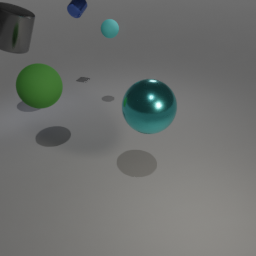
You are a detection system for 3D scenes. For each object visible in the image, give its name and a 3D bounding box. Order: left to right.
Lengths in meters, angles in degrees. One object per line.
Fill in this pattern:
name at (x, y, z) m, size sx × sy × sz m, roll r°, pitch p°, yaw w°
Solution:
cylinder at (-4.251, -3.661, 10.286) m, size 1.400 × 1.400 × 1.400 m, roll 18°, pitch 28°, yaw -10°
ball at (-2.765, -1.310, 8.779) m, size 1.400 × 1.400 × 1.400 m, roll 0°, pitch 30°, yaw 0°
cylinder at (-2.301, -5.490, 12.709) m, size 0.700 × 0.700 × 0.700 m, roll 13°, pitch 60°, yaw 21°
ball at (-0.703, -3.834, 10.824) m, size 0.700 × 0.700 × 0.700 m, roll 0°, pitch 30°, yaw 0°
ball at (0.539, -0.540, 7.117) m, size 1.400 × 1.400 × 1.400 m, roll 0°, pitch 30°, yaw 0°
